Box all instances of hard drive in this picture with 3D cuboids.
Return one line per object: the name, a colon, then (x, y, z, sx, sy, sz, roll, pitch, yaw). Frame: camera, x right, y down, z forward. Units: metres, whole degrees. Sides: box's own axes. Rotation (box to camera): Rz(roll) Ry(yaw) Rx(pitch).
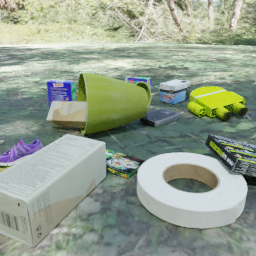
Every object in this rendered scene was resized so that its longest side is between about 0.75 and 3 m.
hard drive: (1.374, -0.455, 12.070, 1.624, 0.344, 1.095, -19, 28, -39)

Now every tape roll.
tape roll: (1.570, 1.436, 7.092, 2.731, 0.499, 2.731, 1, 22, -1)

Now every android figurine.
android figurine: (4.115, -1.240, 13.249, 2.652, 0.598, 2.914, -16, 32, -19)

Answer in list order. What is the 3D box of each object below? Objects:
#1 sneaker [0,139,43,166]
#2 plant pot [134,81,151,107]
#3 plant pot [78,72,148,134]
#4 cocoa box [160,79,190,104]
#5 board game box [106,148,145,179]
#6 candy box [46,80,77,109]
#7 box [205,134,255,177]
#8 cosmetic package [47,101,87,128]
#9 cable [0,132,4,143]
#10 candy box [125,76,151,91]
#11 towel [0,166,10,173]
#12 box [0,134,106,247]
sneaker: (-3.416, 0.727, 8.599, 1.584, 0.661, 0.639, -18, 15, -41)
plant pot: (0.183, -1.515, 13.711, 1.349, 1.420, 1.420, 3, 18, 45)
plant pot: (-0.572, -0.959, 10.917, 2.474, 2.315, 2.315, -2, 21, -18)
cocoa box: (2.504, -1.951, 14.945, 0.994, 0.978, 1.491, 18, 28, 40)
board game box: (-0.477, 1.015, 8.593, 1.840, 0.216, 0.964, 15, 28, 33)
candy box: (-3.063, -1.477, 13.099, 1.247, 1.475, 0.568, 6, 22, 14)
box: (3.406, 0.847, 7.976, 1.886, 0.448, 1.821, 14, 19, -13)
cosmetic package: (-2.244, -0.538, 11.134, 1.762, 0.626, 0.927, 1, 65, 21)
cable: (-5.625, 0.623, 9.514, 2.680, 0.674, 1.301, -21, 45, -18)
candy box: (0.543, -2.199, 15.343, 1.367, 1.156, 0.527, 6, 23, 15)
towel: (-3.736, 1.479, 7.546, 0.687, 0.144, 1.596, 1, 22, 11)
box: (-1.785, 1.251, 6.716, 1.380, 1.130, 2.906, 11, 24, 25)
